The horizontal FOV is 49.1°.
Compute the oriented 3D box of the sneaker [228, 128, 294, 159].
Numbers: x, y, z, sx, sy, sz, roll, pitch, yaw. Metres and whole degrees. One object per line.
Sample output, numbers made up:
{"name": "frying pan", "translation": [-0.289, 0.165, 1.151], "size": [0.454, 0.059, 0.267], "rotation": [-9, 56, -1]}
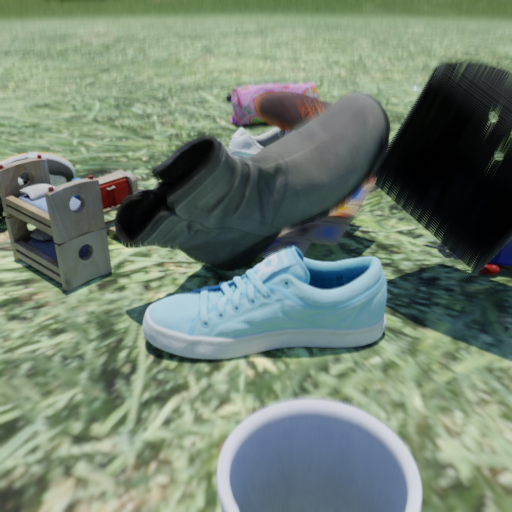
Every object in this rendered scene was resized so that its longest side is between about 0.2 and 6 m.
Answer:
{"name": "sneaker", "translation": [0.964, -1.796, 10.410], "size": [3.130, 1.254, 1.101], "rotation": [-5, 27, -13]}

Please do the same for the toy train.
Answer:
{"name": "toy train", "translation": [3.324, -0.232, 8.061], "size": [1.812, 0.767, 1.048], "rotation": [7, 18, 14]}

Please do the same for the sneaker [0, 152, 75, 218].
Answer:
{"name": "sneaker", "translation": [-4.263, -0.873, 9.125], "size": [2.709, 1.025, 1.188], "rotation": [-17, 40, -14]}

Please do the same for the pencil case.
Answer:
{"name": "pencil case", "translation": [0.476, -4.034, 14.898], "size": [2.378, 1.040, 1.040], "rotation": [-10, 30, -17]}

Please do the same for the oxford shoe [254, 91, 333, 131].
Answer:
{"name": "oxford shoe", "translation": [0.914, -2.512, 9.697], "size": [1.926, 0.686, 0.699], "rotation": [5, 1, -22]}

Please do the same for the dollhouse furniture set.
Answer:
{"name": "dollhouse furniture set", "translation": [-2.357, -0.735, 8.161], "size": [1.448, 1.439, 2.054], "rotation": [22, 35, 36]}

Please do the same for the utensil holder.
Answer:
{"name": "utensil holder", "translation": [0.356, 1.800, 3.482], "size": [1.156, 1.361, 1.156], "rotation": [-1, 28, 0]}

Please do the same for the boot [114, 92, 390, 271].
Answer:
{"name": "boot", "translation": [0.017, -0.932, 6.617], "size": [1.092, 3.225, 2.107], "rotation": [58, 19, 24]}

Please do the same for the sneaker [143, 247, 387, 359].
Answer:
{"name": "sneaker", "translation": [0.108, 0.397, 6.348], "size": [2.802, 1.148, 1.036], "rotation": [-4, 27, -8]}

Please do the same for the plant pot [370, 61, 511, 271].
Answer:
{"name": "plant pot", "translation": [2.655, -1.183, 6.392], "size": [1.697, 1.693, 1.505], "rotation": [45, 51, 17]}

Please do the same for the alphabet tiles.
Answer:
{"name": "alphabet tiles", "translation": [0.653, -0.792, 8.428], "size": [1.988, 0.076, 2.389], "rotation": [7, 47, 37]}
